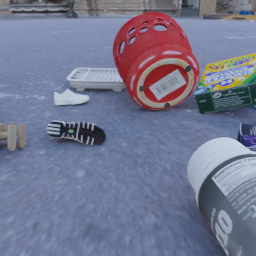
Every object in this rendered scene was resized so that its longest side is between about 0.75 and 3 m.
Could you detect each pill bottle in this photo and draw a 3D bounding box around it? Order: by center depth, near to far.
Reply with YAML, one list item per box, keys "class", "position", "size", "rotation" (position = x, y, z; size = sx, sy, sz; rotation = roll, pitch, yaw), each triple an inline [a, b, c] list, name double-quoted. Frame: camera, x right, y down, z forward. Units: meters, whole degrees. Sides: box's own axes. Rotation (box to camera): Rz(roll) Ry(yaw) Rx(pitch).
- class: "pill bottle"
  position: [1.690, 1.098, 3.727]
  size: [1.268, 1.268, 2.227]
  rotation: [-5, 25, -10]

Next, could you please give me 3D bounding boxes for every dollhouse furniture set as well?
- class: "dollhouse furniture set"
  position: [-3.134, 0.401, 6.022]
  size: [1.302, 0.987, 1.486]
  rotation: [3, 3, 6]

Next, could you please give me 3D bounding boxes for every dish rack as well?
- class: "dish rack"
  position: [-1.058, -1.885, 10.915]
  size: [2.332, 0.508, 2.002]
  rotation: [1, 24, 2]

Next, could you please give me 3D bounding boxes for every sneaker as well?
- class: "sneaker"
  position: [-1.214, 0.043, 6.880]
  size: [1.395, 0.528, 0.806]
  rotation: [12, 5, -5]
- class: "sneaker"
  position: [-1.819, -1.027, 9.030]
  size: [1.128, 0.499, 0.424]
  rotation: [-7, 16, -11]

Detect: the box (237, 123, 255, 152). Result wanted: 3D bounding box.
- class: "box"
  position: [2.757, 0.453, 5.583]
  size: [1.139, 0.843, 0.594]
  rotation: [7, 27, 17]

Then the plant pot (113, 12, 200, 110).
- class: "plant pot"
  position: [0.846, -1.966, 8.549]
  size: [2.428, 2.428, 2.211]
  rotation: [-4, 42, -9]

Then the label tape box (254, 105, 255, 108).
- class: "label tape box"
  position: [4.755, -1.247, 9.311]
  size: [1.592, 0.734, 2.221]
  rotation: [0, 24, 1]

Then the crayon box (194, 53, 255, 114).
- class: "crayon box"
  position: [3.306, -1.564, 8.894]
  size: [1.797, 0.737, 2.858]
  rotation: [-8, 27, 30]
